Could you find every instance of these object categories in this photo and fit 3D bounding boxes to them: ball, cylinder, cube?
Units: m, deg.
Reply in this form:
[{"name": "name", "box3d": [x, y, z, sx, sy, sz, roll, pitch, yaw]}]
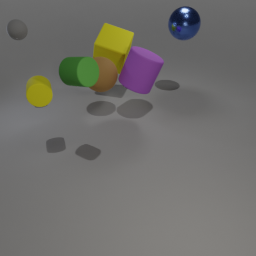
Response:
[{"name": "ball", "box3d": [2.454, -4.548, 12.216, 1.400, 1.400, 1.400, 0, 31, 0]}, {"name": "ball", "box3d": [-3.912, -3.461, 9.882, 0.700, 0.700, 0.700, 0, 31, 0]}, {"name": "cylinder", "box3d": [0.505, -2.283, 11.089, 1.400, 1.400, 1.400, 20, 28, -11]}, {"name": "cylinder", "box3d": [-1.172, -1.349, 6.718, 0.700, 0.700, 0.700, 11, 31, 38]}, {"name": "cylinder", "box3d": [-2.523, -1.050, 7.955, 0.700, 0.700, 0.700, -9, 32, -14]}, {"name": "cube", "box3d": [-0.685, -3.554, 12.617, 1.400, 1.400, 1.400, 19, 61, 0]}, {"name": "ball", "box3d": [-1.112, -2.152, 11.285, 1.400, 1.400, 1.400, 0, 31, 0]}]
